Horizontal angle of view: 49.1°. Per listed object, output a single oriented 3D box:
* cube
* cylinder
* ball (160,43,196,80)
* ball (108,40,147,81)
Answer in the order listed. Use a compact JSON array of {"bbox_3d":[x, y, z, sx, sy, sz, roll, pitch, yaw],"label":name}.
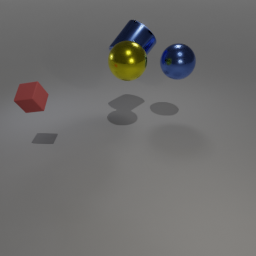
[{"bbox_3d":[-3.100,-0.983,9.020,0.700,0.700,0.700,-5,58,16],"label":"cube"},{"bbox_3d":[0.187,-3.316,11.231,1.400,1.400,1.400,-53,44,-2],"label":"cylinder"},{"bbox_3d":[1.964,-2.615,11.062,1.400,1.400,1.400,0,29,0],"label":"ball"},{"bbox_3d":[-0.013,-2.370,9.927,1.400,1.400,1.400,0,29,0],"label":"ball"}]
